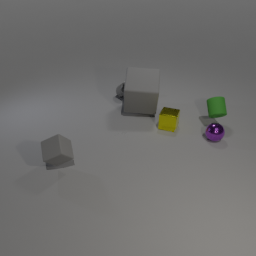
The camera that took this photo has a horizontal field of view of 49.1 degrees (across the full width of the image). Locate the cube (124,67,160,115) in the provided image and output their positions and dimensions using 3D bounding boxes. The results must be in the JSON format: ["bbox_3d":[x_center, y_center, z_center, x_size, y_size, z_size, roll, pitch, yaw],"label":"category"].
[{"bbox_3d":[0.579,-1.570,11.922,1.400,1.400,1.400,5,54,2],"label":"cube"}]

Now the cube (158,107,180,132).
[{"bbox_3d":[1.653,-0.349,11.251,0.700,0.700,0.700,12,33,17],"label":"cube"}]

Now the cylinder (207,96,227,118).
[{"bbox_3d":[3.514,-0.814,11.100,0.700,0.700,0.700,-4,-12,-1],"label":"cylinder"}]

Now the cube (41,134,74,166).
[{"bbox_3d":[-2.231,0.712,8.856,0.700,0.700,0.700,-23,63,14],"label":"cube"}]

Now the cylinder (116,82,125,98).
[{"bbox_3d":[-0.145,-1.848,13.600,0.700,0.700,0.700,-15,-1,-25],"label":"cylinder"}]

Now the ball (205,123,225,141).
[{"bbox_3d":[3.237,0.152,10.426,0.700,0.700,0.700,0,30,0],"label":"ball"}]
